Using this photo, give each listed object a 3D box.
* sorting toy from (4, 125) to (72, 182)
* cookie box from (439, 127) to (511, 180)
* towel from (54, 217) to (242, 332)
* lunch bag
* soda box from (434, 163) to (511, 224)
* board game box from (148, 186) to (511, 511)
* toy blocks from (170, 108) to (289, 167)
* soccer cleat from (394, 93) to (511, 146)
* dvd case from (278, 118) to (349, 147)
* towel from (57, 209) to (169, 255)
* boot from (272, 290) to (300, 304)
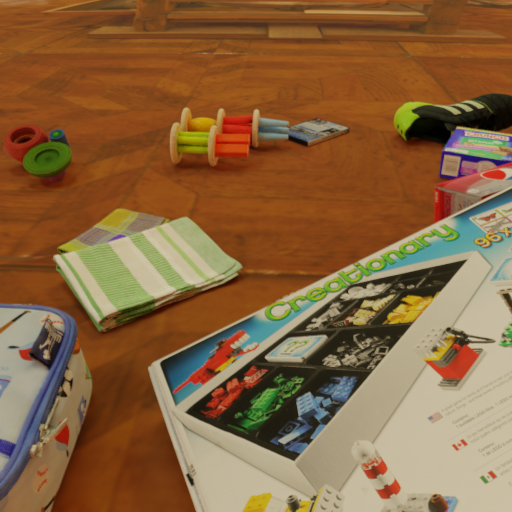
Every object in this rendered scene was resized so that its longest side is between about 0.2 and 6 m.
[{"bbox_3d":[-4.302,-1.998,11.434,1.116,0.762,1.857,-37,57,-23],"label":"sorting toy"},{"bbox_3d":[4.598,-2.040,11.433,1.380,0.606,1.613,14,34,23],"label":"cookie box"},{"bbox_3d":[-1.552,0.142,8.070,2.230,0.261,1.701,-21,44,-31],"label":"towel"},{"bbox_3d":[-3.199,1.541,5.129,3.211,1.213,2.573,1,33,3],"label":"lunch bag"},{"bbox_3d":[4.296,-0.928,9.107,2.973,1.041,0.943,-17,24,-25],"label":"soda box"},{"bbox_3d":[1.685,1.061,5.009,4.821,0.834,3.043,-25,36,-9],"label":"board game box"},{"bbox_3d":[-0.500,-2.561,12.053,2.356,0.856,1.964,2,31,4],"label":"toy blocks"},{"bbox_3d":[4.734,-3.051,12.887,3.028,1.022,1.227,-3,43,4],"label":"soccer cleat"},{"bbox_3d":[1.351,-2.981,13.428,1.500,0.132,1.070,-26,39,-35],"label":"dvd case"},{"bbox_3d":[-2.265,-0.320,9.069,1.149,0.182,1.600,15,35,22],"label":"towel"},{"bbox_3d":[1.014,0.918,6.635,1.872,0.703,1.004,-1,37,-3],"label":"boot"}]
